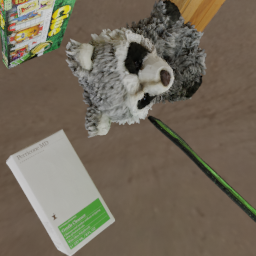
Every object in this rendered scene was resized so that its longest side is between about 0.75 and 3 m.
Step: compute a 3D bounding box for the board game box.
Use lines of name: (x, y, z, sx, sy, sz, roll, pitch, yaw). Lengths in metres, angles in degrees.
board game box: (-0.905, -1.030, 2.777, 0.711, 1.356, 0.159, -35, 93, -24)

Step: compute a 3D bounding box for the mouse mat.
mouse mat: (1.368, 0.850, 3.477, 2.867, 2.307, 0.108, 45, 97, 6)

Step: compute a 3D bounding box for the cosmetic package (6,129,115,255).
cosmetic package: (-1.063, 0.977, 4.380, 0.894, 0.705, 1.661, -32, 94, -31)

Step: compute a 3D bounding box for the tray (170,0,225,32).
tray: (1.539, -2.777, 5.675, 1.323, 2.683, 0.497, -18, 67, -38)

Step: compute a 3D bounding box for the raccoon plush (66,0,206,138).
raccoon plush: (-0.255, -0.613, 3.996, 1.889, 2.820, 1.364, -29, 97, -30)
